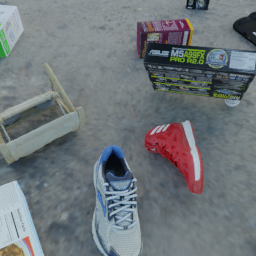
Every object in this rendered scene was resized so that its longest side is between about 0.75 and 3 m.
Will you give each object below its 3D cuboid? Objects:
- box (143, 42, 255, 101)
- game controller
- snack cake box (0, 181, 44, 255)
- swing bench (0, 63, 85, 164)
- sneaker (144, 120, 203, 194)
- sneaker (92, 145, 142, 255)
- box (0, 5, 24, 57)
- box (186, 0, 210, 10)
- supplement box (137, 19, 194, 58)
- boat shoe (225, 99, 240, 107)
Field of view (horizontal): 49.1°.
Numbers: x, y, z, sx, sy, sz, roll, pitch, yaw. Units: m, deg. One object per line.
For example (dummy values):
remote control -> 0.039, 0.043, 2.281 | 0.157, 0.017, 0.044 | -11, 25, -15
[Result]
box -> 1.847, -1.437, 7.433 | 2.615, 2.095, 0.579 | 9, 82, 15
game controller -> 5.222, -3.509, 10.525 | 1.413, 0.570, 2.708 | -27, 52, -4
snack cake box -> -2.173, 2.469, 4.660 | 1.576, 0.921, 2.741 | -20, 59, -21
swing bench -> -2.429, -0.264, 7.102 | 2.019, 1.317, 2.029 | -27, 60, -23
sneaker -> 1.043, 0.702, 6.683 | 1.240, 0.841, 2.147 | -6, 36, 6
sneaker -> -0.253, 1.417, 5.626 | 0.969, 1.072, 2.516 | -2, 48, -18
box -> -5.236, -3.579, 10.133 | 2.163, 1.046, 1.909 | 3, 49, 3
box -> 3.027, -5.568, 12.070 | 0.949, 0.777, 0.409 | 6, 49, 4
supplement box -> 1.237, -3.121, 9.761 | 1.819, 1.004, 0.779 | -5, 48, -5
boat shoe -> 3.304, -1.177, 8.411 | 0.458, 0.451, 1.292 | 29, 58, 24
